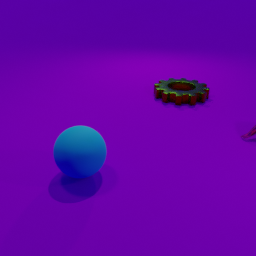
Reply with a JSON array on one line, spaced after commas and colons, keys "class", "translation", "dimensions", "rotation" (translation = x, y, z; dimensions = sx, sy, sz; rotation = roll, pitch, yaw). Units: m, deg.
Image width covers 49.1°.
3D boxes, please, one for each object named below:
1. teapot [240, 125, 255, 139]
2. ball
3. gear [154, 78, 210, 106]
[{"class": "teapot", "translation": [3.664, 0.013, 6.696], "dimensions": [0.935, 1.187, 1.909], "rotation": [-39, 17, -31]}, {"class": "ball", "translation": [-0.976, 0.488, 5.727], "dimensions": [1.067, 1.067, 1.067], "rotation": [0, 28, 0]}, {"class": "gear", "translation": [1.892, -1.329, 9.983], "dimensions": [1.908, 0.353, 1.908], "rotation": [0, 28, 0]}]
